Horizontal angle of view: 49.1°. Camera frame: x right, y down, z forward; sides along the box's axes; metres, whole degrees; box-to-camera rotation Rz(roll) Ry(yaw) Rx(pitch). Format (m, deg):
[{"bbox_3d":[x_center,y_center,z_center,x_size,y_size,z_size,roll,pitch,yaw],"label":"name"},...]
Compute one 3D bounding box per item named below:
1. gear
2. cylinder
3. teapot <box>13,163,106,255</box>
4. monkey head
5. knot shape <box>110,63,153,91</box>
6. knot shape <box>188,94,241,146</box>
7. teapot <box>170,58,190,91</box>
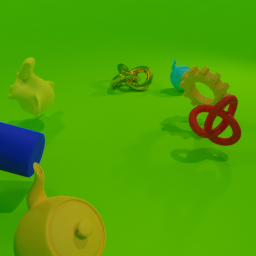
[{"bbox_3d":[2.180,-1.067,7.965,1.494,1.494,0.276,26,62,38],"label":"gear"},{"bbox_3d":[-2.211,0.421,5.471,0.898,0.898,0.898,15,30,-2],"label":"cylinder"},{"bbox_3d":[-0.905,1.485,3.958,2.087,1.022,1.297,56,36,5],"label":"teapot"},{"bbox_3d":[-2.551,-1.118,7.754,1.176,1.405,1.952,24,25,-14],"label":"monkey head"},{"bbox_3d":[-0.001,-1.946,10.806,1.555,0.768,1.662,-23,37,-35],"label":"knot shape"},{"bbox_3d":[2.065,-0.167,6.742,1.240,1.325,0.612,0,16,-4],"label":"knot shape"},{"bbox_3d":[2.032,-1.924,10.409,0.926,1.490,0.729,-43,9,-22],"label":"teapot"}]
